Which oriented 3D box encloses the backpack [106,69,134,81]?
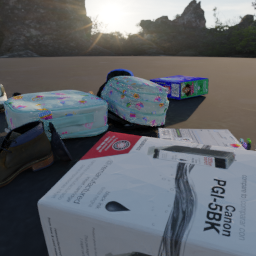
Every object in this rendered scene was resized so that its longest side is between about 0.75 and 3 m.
[{"bbox_3d":[-0.363,-1.840,12.520,1.306,1.607,1.349,1,18,5],"label":"backpack"}]

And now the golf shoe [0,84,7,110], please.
[{"bbox_3d":[-5.639,-1.334,12.000,0.887,1.013,2.299,-9,21,-28],"label":"golf shoe"}]

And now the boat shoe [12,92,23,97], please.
[{"bbox_3d":[-4.100,-0.920,11.153,0.813,0.693,2.433,-15,23,-39],"label":"boat shoe"}]

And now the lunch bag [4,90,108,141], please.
[{"bbox_3d":[-2.231,-0.364,8.680,2.988,1.152,2.397,-11,23,-29],"label":"lunch bag"}]

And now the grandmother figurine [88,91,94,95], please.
[{"bbox_3d":[-1.953,-1.366,12.577,0.854,0.259,0.518,-26,6,17],"label":"grandmother figurine"}]

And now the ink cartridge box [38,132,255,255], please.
[{"bbox_3d":[0.605,1.087,3.747,2.768,1.147,2.032,7,27,20],"label":"ink cartridge box"}]

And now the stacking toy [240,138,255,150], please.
[{"bbox_3d":[3.196,0.428,7.781,0.637,0.198,0.844,1,17,3],"label":"stacking toy"}]

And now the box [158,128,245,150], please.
[{"bbox_3d":[1.828,0.432,7.410,2.010,0.414,1.567,0,18,3],"label":"box"}]

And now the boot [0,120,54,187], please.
[{"bbox_3d":[-2.623,0.551,5.932,0.812,1.054,2.174,13,24,38],"label":"boot"}]

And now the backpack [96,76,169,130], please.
[{"bbox_3d":[0.221,-0.907,9.594,2.167,1.644,2.597,-6,21,-27],"label":"backpack"}]

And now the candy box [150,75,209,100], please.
[{"bbox_3d":[2.685,-2.165,14.652,2.415,0.930,2.042,-16,22,-39],"label":"candy box"}]

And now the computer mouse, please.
[{"bbox_3d":[-1.736,0.461,6.985,0.321,0.842,1.217,-29,41,-12],"label":"computer mouse"}]
